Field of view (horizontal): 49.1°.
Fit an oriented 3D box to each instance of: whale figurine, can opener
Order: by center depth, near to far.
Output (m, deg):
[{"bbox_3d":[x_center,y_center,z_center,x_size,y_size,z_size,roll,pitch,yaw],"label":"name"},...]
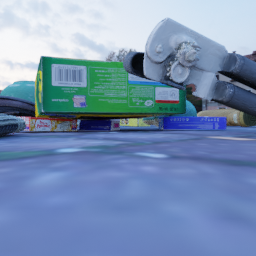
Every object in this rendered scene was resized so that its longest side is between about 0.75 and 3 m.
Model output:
[{"bbox_3d":[1.388,-0.725,4.079,2.912,0.766,0.968,15,9,-23],"label":"can opener"},{"bbox_3d":[1.066,-0.355,7.232,1.156,0.754,1.453,-1,1,-45],"label":"whale figurine"}]

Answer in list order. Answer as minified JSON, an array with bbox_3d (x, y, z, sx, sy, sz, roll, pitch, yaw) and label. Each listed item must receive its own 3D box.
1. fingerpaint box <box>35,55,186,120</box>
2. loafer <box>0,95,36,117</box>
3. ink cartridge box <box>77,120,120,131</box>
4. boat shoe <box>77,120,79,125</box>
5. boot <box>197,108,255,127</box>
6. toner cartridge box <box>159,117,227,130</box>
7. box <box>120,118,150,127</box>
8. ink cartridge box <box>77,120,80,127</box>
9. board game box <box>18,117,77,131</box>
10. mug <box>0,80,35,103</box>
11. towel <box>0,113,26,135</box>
[{"bbox_3d":[-0.509,-0.667,5.827,2.654,0.973,2.214,-1,0,-21],"label":"fingerpaint box"},{"bbox_3d":[-3.441,-0.242,6.564,2.644,0.833,0.950,4,-31,-20],"label":"loafer"},{"bbox_3d":[-0.573,-0.050,5.750,0.635,0.249,1.340,1,3,7],"label":"ink cartridge box"},{"bbox_3d":[-2.860,-0.391,10.011,2.367,0.713,0.844,0,1,19],"label":"boat shoe"},{"bbox_3d":[4.319,-0.478,10.784,2.375,0.897,2.711,0,0,-19],"label":"boot"},{"bbox_3d":[1.390,-0.103,6.162,1.350,0.291,0.641,0,1,-2],"label":"toner cartridge box"},{"bbox_3d":[0.263,-0.252,11.433,0.570,0.379,1.514,-1,1,-29],"label":"box"},{"bbox_3d":[-2.203,-0.417,11.544,2.086,0.460,2.124,0,9,22],"label":"ink cartridge box"},{"bbox_3d":[-1.487,-0.062,4.828,0.744,0.227,0.982,2,1,35],"label":"board game box"},{"bbox_3d":[-3.011,-0.677,8.457,2.167,1.340,1.780,1,2,36],"label":"mug"},{"bbox_3d":[-2.409,-0.085,2.841,2.282,0.394,2.197,-1,1,-8],"label":"towel"}]
